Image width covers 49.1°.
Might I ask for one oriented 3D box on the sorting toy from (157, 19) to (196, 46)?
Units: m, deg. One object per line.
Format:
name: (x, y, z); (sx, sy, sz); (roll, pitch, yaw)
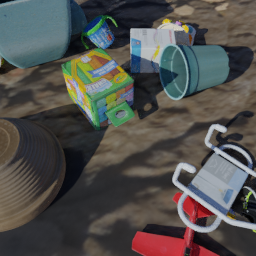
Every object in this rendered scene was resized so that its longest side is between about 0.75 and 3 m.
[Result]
sorting toy: (1.901, -3.613, 10.318); (1.437, 0.768, 1.294); (27, 39, 18)

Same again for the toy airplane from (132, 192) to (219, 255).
toy airplane: (1.323, 2.364, 5.961); (2.282, 0.420, 2.282); (1, 54, -1)

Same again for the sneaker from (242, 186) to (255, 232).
sneaker: (2.790, 1.821, 6.389); (0.431, 0.374, 1.042); (-8, 54, -6)

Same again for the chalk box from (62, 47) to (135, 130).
chalk box: (-0.685, -0.962, 7.842); (1.343, 1.334, 2.152); (-31, 59, -20)

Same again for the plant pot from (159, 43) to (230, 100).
plant pot: (2.014, -1.769, 8.394); (1.599, 1.633, 1.633); (-12, 54, -19)

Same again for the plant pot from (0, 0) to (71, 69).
plant pot: (-3.214, -3.455, 8.895); (2.549, 2.597, 2.542); (-20, 57, -14)

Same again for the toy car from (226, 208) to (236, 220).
toy car: (3.026, 1.794, 6.183); (1.768, 0.867, 0.588); (15, 23, 3)

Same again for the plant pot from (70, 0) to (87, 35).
plant pot: (-2.311, -4.317, 10.557); (1.416, 0.954, 1.416); (0, 53, 0)

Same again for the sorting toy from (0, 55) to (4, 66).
sorting toy: (-4.641, -2.372, 9.345); (1.363, 0.728, 1.227); (-1, 46, 1)

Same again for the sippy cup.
sippy cup: (-0.947, -3.203, 9.568); (1.180, 0.865, 0.927); (-5, 49, 41)

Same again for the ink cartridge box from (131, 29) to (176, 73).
ink cartridge box: (0.793, -2.526, 9.177); (1.413, 1.032, 1.037); (0, 54, 0)

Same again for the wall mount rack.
wall mount rack: (2.511, 1.184, 6.119); (2.555, 1.096, 2.940); (33, 48, 21)

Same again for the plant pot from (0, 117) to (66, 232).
plant pot: (-3.050, 0.758, 6.566); (2.970, 1.371, 2.970); (0, 55, 0)
